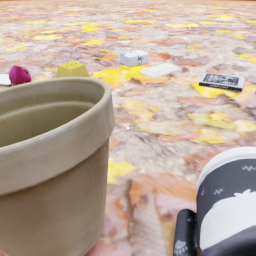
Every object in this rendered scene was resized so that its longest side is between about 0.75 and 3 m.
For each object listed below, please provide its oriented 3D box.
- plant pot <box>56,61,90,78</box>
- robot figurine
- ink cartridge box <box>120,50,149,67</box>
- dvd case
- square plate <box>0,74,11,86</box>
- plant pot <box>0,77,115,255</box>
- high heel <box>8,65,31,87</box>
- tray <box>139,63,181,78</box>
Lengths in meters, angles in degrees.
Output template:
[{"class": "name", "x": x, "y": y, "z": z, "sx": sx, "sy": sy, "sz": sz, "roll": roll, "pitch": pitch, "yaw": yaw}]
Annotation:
[{"class": "plant pot", "x": -2.210, "y": -2.059, "z": 11.197, "sx": 1.112, "sy": 0.981, "sz": 1.112, "roll": 21, "pitch": 36, "yaw": 33}, {"class": "robot figurine", "x": 1.953, "y": 1.522, "z": 4.252, "sx": 2.139, "sy": 1.776, "sz": 2.847, "roll": 17, "pitch": 30, "yaw": 1}, {"class": "ink cartridge box", "x": 0.332, "y": -3.534, "z": 14.194, "sx": 1.243, "sy": 0.534, "sz": 0.911, "roll": -19, "pitch": 35, "yaw": -27}, {"class": "dvd case", "x": 3.955, "y": -1.951, "z": 11.776, "sx": 1.728, "sy": 0.214, "sz": 1.299, "roll": 13, "pitch": 32, "yaw": 20}, {"class": "square plate", "x": -5.353, "y": -2.047, "z": 11.992, "sx": 1.129, "sy": 0.162, "sz": 1.140, "roll": 2, "pitch": 30, "yaw": 3}, {"class": "plant pot", "x": -1.439, "y": 0.769, "z": 4.563, "sx": 2.863, "sy": 2.484, "sz": 2.863, "roll": -9, "pitch": 26, "yaw": 5}, {"class": "high heel", "x": -4.316, "y": -2.330, "z": 11.344, "sx": 0.837, "sy": 1.193, "sz": 2.482, "roll": 6, "pitch": 30, "yaw": -21}, {"class": "tray", "x": 1.533, "y": -2.764, "z": 13.191, "sx": 1.856, "sy": 0.206, "sz": 0.996, "roll": -23, "pitch": 36, "yaw": -34}]
